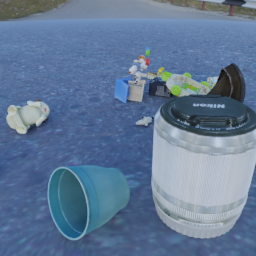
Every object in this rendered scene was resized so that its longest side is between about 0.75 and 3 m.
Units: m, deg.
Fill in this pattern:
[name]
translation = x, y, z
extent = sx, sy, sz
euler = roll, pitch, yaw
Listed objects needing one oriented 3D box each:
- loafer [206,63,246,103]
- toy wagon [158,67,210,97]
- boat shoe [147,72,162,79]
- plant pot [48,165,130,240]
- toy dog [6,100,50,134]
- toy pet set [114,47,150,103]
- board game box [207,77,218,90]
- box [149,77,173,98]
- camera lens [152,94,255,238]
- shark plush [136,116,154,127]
[loafer]
translation = 2.428, -0.612, 7.667
extent = 0.877, 2.459, 0.898
euler = -5, 44, -9
[toy wagon]
translation = 2.629, -1.976, 13.087
extent = 2.807, 0.555, 2.178
euler = 29, 34, 11
[boat shoe]
translation = 1.744, -3.051, 16.279
extent = 1.269, 0.421, 0.470
euler = 2, 27, 4
[plant pot]
translation = -0.800, 1.522, 6.355
extent = 1.434, 1.526, 1.526
euler = -6, 23, -46
[toy dog]
translation = -3.708, -0.471, 10.782
extent = 1.529, 1.100, 1.577
euler = -24, 6, 47
[toy pet set]
translation = 0.174, -2.524, 13.181
extent = 1.330, 2.338, 2.504
euler = 9, 27, 0
[board game box]
translation = 4.556, -1.864, 13.517
extent = 0.812, 0.827, 1.576
euler = -9, 28, -17
[box]
translation = 1.756, -2.067, 14.085
extent = 1.150, 0.675, 1.131
euler = 10, 29, 20
[camera lens]
translation = 1.646, 0.746, 6.296
extent = 2.188, 2.735, 2.188
euler = 0, 27, 0
[shark plush]
translation = 0.715, -0.340, 11.138
extent = 0.386, 0.421, 0.927
euler = -17, 14, 46
